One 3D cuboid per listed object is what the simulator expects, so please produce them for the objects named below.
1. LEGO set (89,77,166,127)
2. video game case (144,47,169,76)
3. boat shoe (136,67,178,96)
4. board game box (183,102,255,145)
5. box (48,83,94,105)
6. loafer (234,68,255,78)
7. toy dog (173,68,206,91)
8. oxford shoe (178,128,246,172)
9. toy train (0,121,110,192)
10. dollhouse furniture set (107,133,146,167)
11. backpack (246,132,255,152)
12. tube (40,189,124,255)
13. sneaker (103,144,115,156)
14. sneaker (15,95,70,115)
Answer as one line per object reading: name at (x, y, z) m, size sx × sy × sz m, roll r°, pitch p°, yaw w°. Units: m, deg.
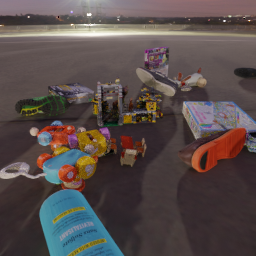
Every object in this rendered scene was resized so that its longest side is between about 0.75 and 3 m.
LEGO set at (-0.100, -1.074, 9.433) m, size 2.598 × 1.505 × 1.998 m, roll 0°, pitch 23°, yaw 0°
video game case at (1.521, -3.395, 14.867) m, size 0.325 × 1.646 × 1.816 m, roll 20°, pitch 30°, yaw 38°
boat shoe at (1.228, -2.034, 11.705) m, size 1.901 × 0.691 × 0.596 m, roll 33°, pitch 63°, yaw 10°
board game box at (2.830, -0.234, 8.784) m, size 1.779 × 0.453 × 2.646 m, roll 1°, pitch 23°, yaw 1°
box at (-2.401, -1.447, 11.731) m, size 1.423 × 0.434 × 1.797 m, roll -13°, pitch 26°, yaw -27°
loafer at (6.660, -3.045, 15.504) m, size 1.642 × 0.558 × 0.577 m, roll 6°, pitch 19°, yaw 0°
toy dog at (2.962, -2.426, 13.525) m, size 1.813 × 0.873 × 1.196 m, roll -17°, pitch 28°, yaw -35°
oxford shoe at (2.158, 0.381, 6.965) m, size 2.147 × 0.764 × 0.779 m, roll -16°, pitch 22°, yaw -34°
toy train at (-1.519, 0.639, 6.405) m, size 2.122 × 0.786 × 2.825 m, roll -3°, pitch 21°, yaw 6°
dollhouse furniture set at (-0.005, 0.464, 6.845) m, size 0.937 × 0.483 × 0.927 m, roll 8°, pitch 31°, yaw -12°
backpack at (3.503, 0.383, 7.208) m, size 0.854 × 0.657 × 0.697 m, roll 21°, pitch 25°, yaw 2°
tube at (-0.359, 1.916, 3.440) m, size 1.153 × 0.750 × 2.977 m, roll -24°, pitch 35°, yaw -20°
sneaker at (-0.682, 0.557, 7.103) m, size 0.767 × 0.285 × 0.324 m, roll -9°, pitch 24°, yaw -22°
sneaker at (-2.995, -0.857, 9.950) m, size 1.818 × 0.709 × 0.775 m, roll -1°, pitch 14°, yaw -8°
